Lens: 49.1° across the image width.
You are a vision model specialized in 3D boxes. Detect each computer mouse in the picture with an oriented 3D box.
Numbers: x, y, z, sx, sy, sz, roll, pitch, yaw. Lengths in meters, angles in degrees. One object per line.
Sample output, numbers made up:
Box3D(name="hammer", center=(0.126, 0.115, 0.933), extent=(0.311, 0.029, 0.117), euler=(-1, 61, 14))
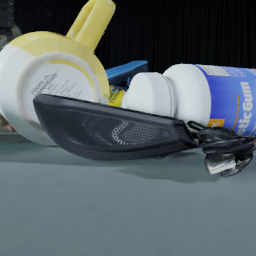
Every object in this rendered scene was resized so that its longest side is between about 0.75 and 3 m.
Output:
Box3D(name="computer mouse", center=(0.025, 0.123, 3.232), extent=(2.507, 0.661, 1.736), euler=(12, 6, 14))

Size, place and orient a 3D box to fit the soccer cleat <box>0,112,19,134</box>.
Box3D(name="soccer cleat", center=(-3.502, -0.207, 6.405), extent=(2.685, 0.930, 1.041), euler=(6, -6, -40))

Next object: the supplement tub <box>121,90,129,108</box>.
Box3D(name="supplement tub", center=(0.566, -0.846, 10.901), extent=(1.539, 1.539, 2.512), euler=(0, 4, 3))

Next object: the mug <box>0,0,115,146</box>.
Box3D(name="mug", center=(-1.381, -0.966, 5.053), extent=(2.218, 2.770, 2.274), euler=(-4, 13, -20))

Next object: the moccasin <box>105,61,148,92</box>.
Box3D(name="moccasin", center=(-0.006, -2.046, 11.565), extent=(1.193, 1.011, 2.964), euler=(14, 29, 39))

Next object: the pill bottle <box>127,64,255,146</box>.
Box3D(name="pill bottle", center=(1.237, -0.358, 4.615), extent=(2.352, 1.318, 1.318), euler=(-2, 4, -23))

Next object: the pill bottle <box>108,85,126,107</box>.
Box3D(name="pill bottle", center=(-1.120, -1.485, 12.576), extent=(2.615, 1.465, 1.465), euler=(36, -8, -17))
